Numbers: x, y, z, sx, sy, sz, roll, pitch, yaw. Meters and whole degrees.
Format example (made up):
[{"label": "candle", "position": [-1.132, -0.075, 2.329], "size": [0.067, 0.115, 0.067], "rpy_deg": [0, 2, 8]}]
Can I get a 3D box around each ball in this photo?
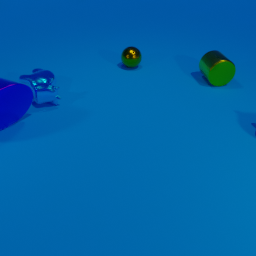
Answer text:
[{"label": "ball", "position": [0.124, -2.597, 10.266], "size": [0.770, 0.770, 0.770], "rpy_deg": [0, 36, 0]}]

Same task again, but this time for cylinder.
[{"label": "cylinder", "position": [2.946, -1.988, 9.303], "size": [0.919, 0.919, 0.919], "rpy_deg": [-5, 36, -7]}]

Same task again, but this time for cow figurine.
[{"label": "cow figurine", "position": [-2.516, -1.289, 8.494], "size": [1.505, 0.839, 1.529], "rpy_deg": [8, 33, 16]}]

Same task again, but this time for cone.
[{"label": "cone", "position": [-3.481, -0.969, 6.958], "size": [1.547, 1.541, 1.541], "rpy_deg": [44, 50, 14]}]
